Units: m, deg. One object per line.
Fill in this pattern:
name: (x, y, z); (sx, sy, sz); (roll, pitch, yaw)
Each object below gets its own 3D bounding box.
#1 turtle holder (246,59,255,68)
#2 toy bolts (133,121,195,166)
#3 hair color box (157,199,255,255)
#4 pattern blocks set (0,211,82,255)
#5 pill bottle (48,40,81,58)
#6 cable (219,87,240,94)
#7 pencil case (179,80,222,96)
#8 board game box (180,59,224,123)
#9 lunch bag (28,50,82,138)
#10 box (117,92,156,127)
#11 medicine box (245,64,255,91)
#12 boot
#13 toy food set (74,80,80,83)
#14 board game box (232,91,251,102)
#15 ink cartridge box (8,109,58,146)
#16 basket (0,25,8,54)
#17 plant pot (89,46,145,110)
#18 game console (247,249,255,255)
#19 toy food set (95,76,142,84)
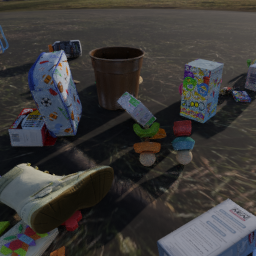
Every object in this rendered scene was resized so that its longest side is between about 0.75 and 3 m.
turtle holder: (7.438, -3.637, 15.983); (0.836, 0.781, 1.100); (-17, 33, -27)
toy bolts: (1.136, 0.554, 8.541); (1.768, 1.226, 1.689); (-5, -13, 12)
hair color box: (1.594, 2.174, 5.339); (1.865, 0.565, 0.923); (-22, 27, -22)
pattern blocks set: (-2.105, 2.337, 5.773); (1.883, 0.174, 2.142); (7, 30, 13)
pill bottle: (-4.172, -5.165, 18.435); (2.049, 1.088, 1.088); (-9, 30, -16)
cable: (4.878, -1.860, 13.154); (1.192, 0.300, 0.579); (-20, 4, -25)
pencil case: (3.366, -1.950, 12.684); (2.384, 1.082, 1.117); (-33, 7, -41)
board game box: (2.764, -1.422, 10.632); (1.061, 2.060, 1.080); (22, 36, 35)
lunch bag: (-2.320, -1.107, 9.425); (1.018, 2.696, 2.160); (-7, 38, 4)
box: (0.290, -0.648, 10.233); (0.565, 1.032, 1.170); (-46, 37, 1)
medicine box: (6.359, -2.514, 13.577); (1.243, 1.132, 0.640); (-23, 36, -35)
boot: (-1.739, 1.341, 6.770); (1.943, 0.906, 2.513); (14, 24, 35)
toy food set: (-3.512, -2.188, 13.795); (1.424, 0.353, 2.240); (19, 34, 30)
board game box: (5.093, -1.435, 12.631); (0.626, 0.159, 0.925); (3, 29, 6)
ink cartridge box: (-3.088, -0.052, 9.600); (1.385, 0.662, 1.578); (1, 29, -3)
basket: (-9.105, -5.838, 19.096); (1.386, 1.757, 1.992); (11, 49, 17)
plant pot: (-0.452, -2.051, 11.647); (2.224, 2.202, 2.224); (1, 29, 0)
game console: (3.043, 2.551, 5.287); (1.623, 0.285, 1.836); (12, 32, 22)
toy food set: (-0.450, -2.289, 13.767); (2.306, 0.561, 2.283); (10, 30, 17)
